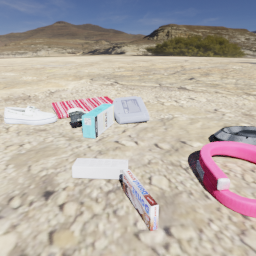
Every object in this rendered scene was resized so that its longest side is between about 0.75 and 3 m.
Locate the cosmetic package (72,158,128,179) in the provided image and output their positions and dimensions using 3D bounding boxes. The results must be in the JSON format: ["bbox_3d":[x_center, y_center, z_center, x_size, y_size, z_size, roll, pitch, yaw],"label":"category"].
[{"bbox_3d":[-0.673,1.017,6.984,1.328,0.336,0.548,2,18,5],"label":"cosmetic package"}]

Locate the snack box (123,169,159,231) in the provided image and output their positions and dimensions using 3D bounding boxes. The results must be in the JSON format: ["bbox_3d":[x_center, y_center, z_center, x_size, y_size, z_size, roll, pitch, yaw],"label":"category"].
[{"bbox_3d":[0.216,1.377,5.583,0.179,0.530,1.476,-7,19,-19],"label":"snack box"}]

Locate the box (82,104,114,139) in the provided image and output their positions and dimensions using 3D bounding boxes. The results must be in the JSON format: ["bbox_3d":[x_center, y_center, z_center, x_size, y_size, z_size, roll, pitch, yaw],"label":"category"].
[{"bbox_3d":[-1.044,-0.303,10.287,0.475,0.795,1.933,5,18,16],"label":"box"}]

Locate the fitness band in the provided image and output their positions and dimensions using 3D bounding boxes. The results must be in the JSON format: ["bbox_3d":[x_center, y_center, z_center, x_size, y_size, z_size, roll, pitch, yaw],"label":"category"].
[{"bbox_3d":[2.845,1.047,6.574,2.147,0.559,2.989,-1,19,-2],"label":"fitness band"}]

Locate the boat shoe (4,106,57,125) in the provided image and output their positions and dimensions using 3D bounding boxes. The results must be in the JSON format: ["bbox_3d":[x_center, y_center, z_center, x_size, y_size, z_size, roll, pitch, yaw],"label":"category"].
[{"bbox_3d":[-3.901,-0.539,11.149,2.074,0.692,0.763,-2,18,-7],"label":"boat shoe"}]

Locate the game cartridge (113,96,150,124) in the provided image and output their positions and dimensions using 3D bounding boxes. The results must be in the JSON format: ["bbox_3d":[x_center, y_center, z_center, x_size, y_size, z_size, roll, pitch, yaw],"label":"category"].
[{"bbox_3d":[0.039,-0.778,11.814,1.380,0.424,2.073,-3,28,-7],"label":"game cartridge"}]

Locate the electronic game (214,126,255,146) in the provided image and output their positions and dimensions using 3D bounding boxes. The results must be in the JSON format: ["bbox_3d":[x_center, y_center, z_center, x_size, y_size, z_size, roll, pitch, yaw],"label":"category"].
[{"bbox_3d":[3.901,0.314,8.886,2.268,0.472,2.268,0,11,0],"label":"electronic game"}]

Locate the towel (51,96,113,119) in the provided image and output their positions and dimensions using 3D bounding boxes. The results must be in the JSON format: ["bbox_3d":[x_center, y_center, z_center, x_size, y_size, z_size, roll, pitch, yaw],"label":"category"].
[{"bbox_3d":[-1.940,-0.964,13.061,2.958,0.333,2.139,-9,22,-21],"label":"towel"}]

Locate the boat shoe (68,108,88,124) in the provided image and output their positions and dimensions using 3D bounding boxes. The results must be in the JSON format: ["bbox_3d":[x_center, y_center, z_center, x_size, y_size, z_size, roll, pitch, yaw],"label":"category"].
[{"bbox_3d":[-1.707,-0.358,10.751,0.673,0.537,1.780,-15,-10,25],"label":"boat shoe"}]
